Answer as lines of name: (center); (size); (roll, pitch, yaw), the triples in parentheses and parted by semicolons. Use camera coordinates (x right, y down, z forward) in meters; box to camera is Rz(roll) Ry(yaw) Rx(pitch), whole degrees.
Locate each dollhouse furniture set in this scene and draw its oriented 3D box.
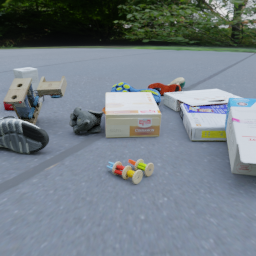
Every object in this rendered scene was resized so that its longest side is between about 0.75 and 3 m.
dollhouse furniture set: (-3.114, -0.900, 9.947); (1.856, 1.308, 1.301); (-2, 47, 5)

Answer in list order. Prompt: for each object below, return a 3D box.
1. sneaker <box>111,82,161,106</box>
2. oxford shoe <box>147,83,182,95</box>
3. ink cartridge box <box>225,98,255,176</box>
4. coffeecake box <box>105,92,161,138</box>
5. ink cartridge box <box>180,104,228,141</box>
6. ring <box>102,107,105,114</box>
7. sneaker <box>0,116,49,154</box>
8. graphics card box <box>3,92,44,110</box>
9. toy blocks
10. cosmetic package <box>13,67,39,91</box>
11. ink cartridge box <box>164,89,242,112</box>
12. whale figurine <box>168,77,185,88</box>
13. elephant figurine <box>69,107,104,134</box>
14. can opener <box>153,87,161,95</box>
sneaker: (0.304, -1.357, 12.247); (2.370, 0.840, 0.982); (15, -18, 20)
oxford shoe: (1.927, -1.973, 14.762); (1.848, 0.658, 0.670); (10, -3, 26)
ink cartridge box: (3.520, 0.349, 7.246); (1.681, 0.991, 2.920); (4, 35, 12)
coffeecake box: (0.090, -0.547, 10.102); (1.811, 0.862, 2.359); (-1, 24, -4)
ink cartridge box: (3.380, -0.269, 10.001); (2.716, 0.638, 2.684); (2, 20, 2)
ring: (-0.171, -0.839, 12.083); (1.889, 0.181, 1.889); (1, 21, 0)
sneaker: (-3.435, 0.027, 8.667); (2.674, 1.003, 1.544); (4, 19, 13)
graphics card box: (-4.684, -1.228, 12.744); (1.101, 0.446, 1.755); (2, 22, 7)
toy blocks: (0.028, 0.977, 6.978); (0.975, 0.354, 0.812); (17, 27, 38)
cosmetic package: (-5.632, -2.691, 15.586); (0.984, 1.193, 0.983); (18, 27, 40)
ink cartridge box: (3.351, -1.117, 12.195); (2.842, 0.619, 2.467); (-7, 22, -17)
whale figurine: (2.800, -2.495, 16.224); (1.084, 0.563, 0.863); (-25, 23, 2)
elephant figurine: (-1.250, -0.287, 9.710); (1.367, 0.967, 1.060); (-2, 51, -43)
can opener: (1.135, -1.809, 14.491); (1.188, 0.376, 0.467); (-1, 45, 25)
